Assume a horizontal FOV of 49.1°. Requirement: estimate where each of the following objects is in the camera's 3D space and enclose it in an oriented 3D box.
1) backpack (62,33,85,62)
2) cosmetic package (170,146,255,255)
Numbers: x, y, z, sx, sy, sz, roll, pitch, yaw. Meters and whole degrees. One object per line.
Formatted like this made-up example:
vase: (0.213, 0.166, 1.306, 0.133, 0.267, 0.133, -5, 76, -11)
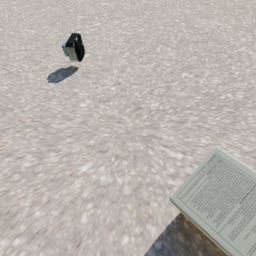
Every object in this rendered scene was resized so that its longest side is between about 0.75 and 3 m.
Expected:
backpack: (-1.899, -2.812, 9.964, 0.687, 0.913, 0.810, 3, 54, 19)
cosmetic package: (2.143, 1.641, 4.554, 1.371, 0.968, 2.649, -46, 54, -6)
